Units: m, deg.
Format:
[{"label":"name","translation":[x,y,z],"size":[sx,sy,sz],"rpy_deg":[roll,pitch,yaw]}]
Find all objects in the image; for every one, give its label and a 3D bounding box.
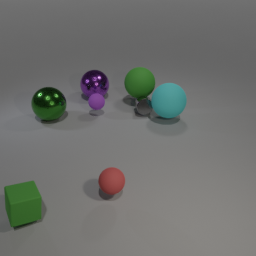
[{"label":"ball","translation":[0.533,-2.038,12.652],"size":[1.400,1.400,1.400],"rpy_deg":[0,29,0]},{"label":"ball","translation":[1.635,-1.096,11.213],"size":[1.400,1.400,1.400],"rpy_deg":[0,29,0]},{"label":"ball","translation":[-1.603,-2.100,13.520],"size":[1.400,1.400,1.400],"rpy_deg":[0,29,0]},{"label":"ball","translation":[-0.421,1.375,7.295],"size":[0.700,0.700,0.700],"rpy_deg":[0,29,0]},{"label":"cube","translation":[-2.517,1.796,6.711],"size":[0.700,0.700,0.700],"rpy_deg":[-8,29,-31]},{"label":"ball","translation":[-3.235,-0.987,11.496],"size":[1.400,1.400,1.400],"rpy_deg":[0,29,0]},{"label":"cylinder","translation":[0.679,-0.975,12.060],"size":[0.700,0.700,0.700],"rpy_deg":[-3,16,-5]},{"label":"ball","translation":[-1.323,-1.105,11.814],"size":[0.700,0.700,0.700],"rpy_deg":[0,29,0]}]
